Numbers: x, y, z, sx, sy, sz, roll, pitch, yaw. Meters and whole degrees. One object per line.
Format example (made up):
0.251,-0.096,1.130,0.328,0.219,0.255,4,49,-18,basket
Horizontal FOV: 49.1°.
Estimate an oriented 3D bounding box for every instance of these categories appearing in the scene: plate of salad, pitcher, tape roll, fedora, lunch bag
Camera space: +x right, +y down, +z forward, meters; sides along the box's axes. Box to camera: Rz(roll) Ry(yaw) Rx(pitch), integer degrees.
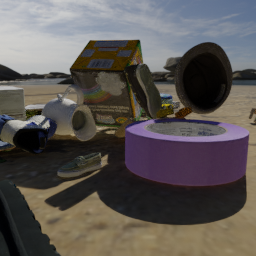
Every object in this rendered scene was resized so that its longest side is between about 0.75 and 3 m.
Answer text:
-3.249,-0.650,11.917,2.680,0.644,2.680,-1,1,0,plate of salad
-1.909,-0.552,8.726,1.177,1.666,1.942,-17,20,-40,pitcher
1.215,0.387,6.074,2.558,0.839,2.558,1,10,0,tape roll
2.194,-1.537,8.732,1.942,2.196,0.991,-36,23,-5,fedora
1.085,-1.360,14.712,2.374,0.979,1.908,6,10,25,lunch bag

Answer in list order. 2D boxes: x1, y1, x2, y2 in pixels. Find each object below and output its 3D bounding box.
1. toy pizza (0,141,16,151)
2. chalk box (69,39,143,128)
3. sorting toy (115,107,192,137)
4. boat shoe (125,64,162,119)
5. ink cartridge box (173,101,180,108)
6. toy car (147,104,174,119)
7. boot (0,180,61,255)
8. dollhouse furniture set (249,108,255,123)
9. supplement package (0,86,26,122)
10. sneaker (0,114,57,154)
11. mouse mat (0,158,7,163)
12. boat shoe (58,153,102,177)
-3.426,0.505,7.230,1.080,0.171,1.080,-1,10,0,toy pizza
-0.440,-1.195,9.302,1.810,2.910,1.801,5,47,16,chalk box
0.725,-0.056,7.839,1.704,0.306,2.287,-2,-15,-19,sorting toy
0.443,-0.939,7.511,0.534,1.774,0.632,7,47,35,boat shoe
2.233,-1.326,16.125,1.433,0.317,0.674,-7,12,-29,ink cartridge box
0.975,-0.662,12.181,2.501,0.558,2.353,-2,12,-7,toy car
-1.564,1.248,1.727,2.130,0.962,2.599,-13,16,-33,boot
5.658,-0.313,11.382,1.136,0.555,0.969,21,2,-26,dollhouse furniture set
-5.347,-0.741,10.217,2.608,1.446,2.031,-7,13,-35,supplement package
-2.444,0.229,7.320,1.198,0.838,2.074,24,10,21,sneaker
-3.307,0.755,6.336,0.901,0.034,0.725,6,13,32,mouse mat
-0.970,0.732,5.681,0.371,0.319,1.030,10,15,42,boat shoe
